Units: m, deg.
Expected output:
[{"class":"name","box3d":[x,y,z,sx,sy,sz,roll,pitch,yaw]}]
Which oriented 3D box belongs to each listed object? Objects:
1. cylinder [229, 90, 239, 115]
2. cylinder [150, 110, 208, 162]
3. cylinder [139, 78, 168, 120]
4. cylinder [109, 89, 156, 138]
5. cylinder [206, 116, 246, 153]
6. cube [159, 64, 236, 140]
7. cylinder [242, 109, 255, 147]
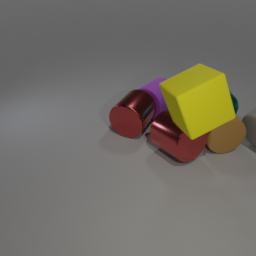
[{"class":"cylinder","box3d":[3.640,-1.096,11.594,1.400,1.400,1.400,-1,34,-2]},{"class":"cylinder","box3d":[1.684,0.233,9.425,1.400,1.400,1.400,-20,30,-27]},{"class":"cylinder","box3d":[1.162,-1.255,11.832,1.400,1.400,1.400,23,40,31]},{"class":"cylinder","box3d":[0.198,-0.572,10.766,1.400,1.400,1.400,15,38,22]},{"class":"cylinder","box3d":[3.222,-0.048,10.013,1.400,1.400,1.400,-6,34,-9]},{"class":"cube","box3d":[1.935,-0.789,7.954,1.400,1.400,1.400,-27,27,-2]},{"class":"cylinder","box3d":[4.966,-0.148,9.695,1.400,1.400,1.400,-28,40,-12]}]
